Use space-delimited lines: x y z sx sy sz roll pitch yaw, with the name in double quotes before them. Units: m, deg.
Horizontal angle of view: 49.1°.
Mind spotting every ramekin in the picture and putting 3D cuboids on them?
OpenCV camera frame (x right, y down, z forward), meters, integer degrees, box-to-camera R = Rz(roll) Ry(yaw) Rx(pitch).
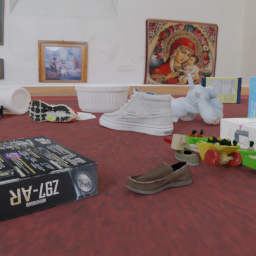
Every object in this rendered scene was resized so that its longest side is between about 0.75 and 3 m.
"ramekin" -1.286 -1.541 14.231 2.757 1.284 2.757 0 10 0

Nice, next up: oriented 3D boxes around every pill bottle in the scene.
"pill bottle" -5.752 -1.300 13.066 2.195 1.255 1.255 5 12 27

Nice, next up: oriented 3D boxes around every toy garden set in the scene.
"toy garden set" 1.827 0.321 5.845 1.982 0.474 2.378 5 7 -30

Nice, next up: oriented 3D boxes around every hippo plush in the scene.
"hippo plush" 2.396 -0.683 10.446 2.079 1.656 1.672 10 -30 -45

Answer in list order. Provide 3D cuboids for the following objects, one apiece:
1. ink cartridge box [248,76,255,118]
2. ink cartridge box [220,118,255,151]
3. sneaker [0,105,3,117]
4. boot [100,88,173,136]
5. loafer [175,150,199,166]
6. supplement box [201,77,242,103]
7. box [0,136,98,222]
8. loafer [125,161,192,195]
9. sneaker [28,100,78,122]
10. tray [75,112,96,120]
"ink cartridge box" 5.201 -0.607 8.043 2.849 1.784 1.831 9 14 40
"ink cartridge box" 3.279 0.199 6.866 1.140 0.655 1.946 -3 11 -13
"sneaker" -5.589 -0.677 11.711 0.556 0.546 1.443 2 9 -8
"boot" 0.225 -0.623 9.251 2.858 1.366 1.051 8 13 35
"loafer" 1.257 0.575 5.962 0.288 0.267 0.767 -4 12 -22
"supplement box" 6.136 -2.577 18.711 2.394 1.609 2.396 3 11 13
"box" -1.901 0.691 4.669 1.916 0.521 2.392 -8 13 -36
"loafer" 0.508 0.756 4.578 1.224 0.435 0.447 -6 13 -29
"sneaker" -2.985 -0.579 11.101 2.174 0.837 0.923 12 3 20
"tray" -2.305 -0.546 11.991 1.745 0.194 0.937 7 12 33
